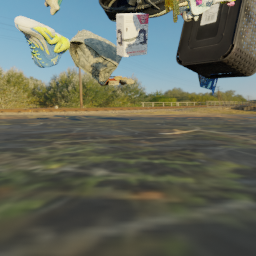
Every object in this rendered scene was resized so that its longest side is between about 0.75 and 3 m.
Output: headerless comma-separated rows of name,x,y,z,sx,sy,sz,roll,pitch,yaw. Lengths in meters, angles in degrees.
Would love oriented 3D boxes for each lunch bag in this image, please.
lunch bag,-1.451,-3.155,11.917,2.200,1.293,1.804,35,32,-13

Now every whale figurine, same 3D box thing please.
whale figurine,-2.404,-4.287,9.339,0.898,1.128,0.586,-25,-18,35

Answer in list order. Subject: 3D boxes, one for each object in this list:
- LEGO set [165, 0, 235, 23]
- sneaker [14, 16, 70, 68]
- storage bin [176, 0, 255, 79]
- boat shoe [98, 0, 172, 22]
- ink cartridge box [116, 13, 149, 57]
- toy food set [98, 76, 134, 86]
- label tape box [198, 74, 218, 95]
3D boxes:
LEGO set,1.069,-2.667,4.625,0.987,2.651,1.220,-8,-34,3
sneaker,-2.173,-2.032,7.061,0.735,1.019,1.941,27,9,19
storage bin,2.628,-2.898,7.630,1.313,2.801,1.894,16,-4,-36
boat shoe,0.375,-3.619,7.634,2.901,1.082,0.903,3,-11,37
ink cartridge box,0.094,-2.018,6.085,0.623,0.861,0.363,-14,30,-27
toy food set,-0.620,-2.068,12.674,1.442,0.357,2.268,-3,16,-9
label tape box,2.727,-1.907,9.673,0.414,1.309,0.944,-1,-38,2
